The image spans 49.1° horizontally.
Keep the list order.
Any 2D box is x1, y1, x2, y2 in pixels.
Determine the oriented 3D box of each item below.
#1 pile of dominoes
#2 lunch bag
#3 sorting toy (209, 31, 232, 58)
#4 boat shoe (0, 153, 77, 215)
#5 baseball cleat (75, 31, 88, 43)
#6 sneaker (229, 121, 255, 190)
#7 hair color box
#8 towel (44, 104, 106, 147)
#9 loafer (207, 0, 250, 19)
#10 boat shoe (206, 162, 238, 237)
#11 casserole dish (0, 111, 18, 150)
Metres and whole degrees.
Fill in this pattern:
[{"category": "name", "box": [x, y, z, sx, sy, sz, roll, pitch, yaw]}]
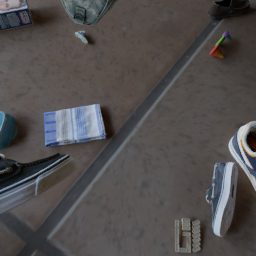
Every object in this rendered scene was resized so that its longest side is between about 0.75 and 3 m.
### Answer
[{"category": "pile of dominoes", "box": [1.379, 2.491, 6.490, 0.585, 0.120, 0.751, 4, 64, 2]}, {"category": "lunch bag", "box": [-0.645, -3.784, 6.520, 1.654, 1.991, 2.374, 22, 54, 2]}, {"category": "sorting toy", "box": [3.444, -2.972, 10.128, 0.457, 0.460, 1.327, 38, 63, -3]}, {"category": "boat shoe", "box": [-2.099, 0.851, 4.339, 2.826, 1.018, 1.002, -23, 84, -41]}, {"category": "baseball cleat", "box": [-1.652, -3.438, 10.462, 0.400, 0.262, 0.752, -38, 64, -23]}, {"category": "sneaker", "box": [3.615, 1.065, 6.848, 1.103, 1.117, 2.813, -24, 60, -17]}, {"category": "hair color box", "box": [-5.070, -4.407, 10.840, 2.455, 0.743, 1.228, -16, 57, -11]}, {"category": "towel", "box": [-1.571, -0.108, 8.191, 1.750, 0.208, 1.285, -9, 55, -6]}, {"category": "loafer", "box": [4.122, -4.897, 11.211, 1.912, 0.682, 0.698, -21, 58, -14]}, {"category": "boat shoe", "box": [2.193, 1.655, 6.762, 0.610, 0.645, 1.799, -2, 62, 39]}, {"category": "casserole dish", "box": [-4.297, 0.018, 7.984, 2.158, 0.419, 1.307, 0, 55, -1]}]
